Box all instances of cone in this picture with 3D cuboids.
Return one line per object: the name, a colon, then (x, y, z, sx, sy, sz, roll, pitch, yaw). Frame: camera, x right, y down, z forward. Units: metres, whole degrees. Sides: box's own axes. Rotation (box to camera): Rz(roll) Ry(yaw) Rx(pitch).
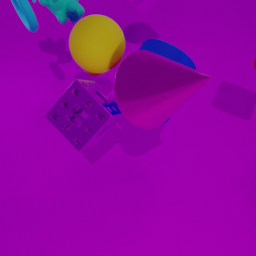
cone: (0.950, -4.807, 9.049, 1.588, 1.588, 1.594, -41, 25, -29)
cone: (0.711, -0.663, 4.257, 1.343, 1.343, 1.348, -40, 21, -29)

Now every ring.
ring: (-2.641, -2.997, 7.073, 0.234, 1.169, 1.169, -32, 57, -15)

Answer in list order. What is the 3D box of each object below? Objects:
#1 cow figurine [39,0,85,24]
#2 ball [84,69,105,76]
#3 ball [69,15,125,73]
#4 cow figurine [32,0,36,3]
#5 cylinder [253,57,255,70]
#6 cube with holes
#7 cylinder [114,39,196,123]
cow figurine: (-1.515, -2.874, 6.409, 0.645, 1.176, 1.157, -39, 42, 19)
ball: (-0.936, -1.955, 8.076, 0.872, 0.872, 0.872, 0, 50, 0)
ball: (-0.581, -1.583, 5.315, 1.056, 1.056, 1.056, 0, 50, 0)
cow figurine: (-2.842, -4.042, 7.573, 1.679, 1.652, 0.922, -8, 12, 46)
cylinder: (3.699, -1.770, 6.241, 1.286, 1.286, 1.286, 27, 83, 21)
cube with holes: (-0.873, -0.293, 6.017, 1.031, 1.031, 1.031, 45, 105, 6)
cylinder: (0.610, -1.034, 6.320, 1.378, 1.378, 1.378, 28, 85, 22)
